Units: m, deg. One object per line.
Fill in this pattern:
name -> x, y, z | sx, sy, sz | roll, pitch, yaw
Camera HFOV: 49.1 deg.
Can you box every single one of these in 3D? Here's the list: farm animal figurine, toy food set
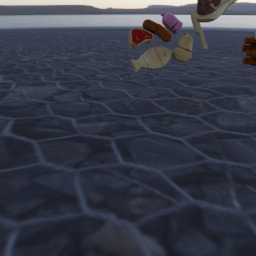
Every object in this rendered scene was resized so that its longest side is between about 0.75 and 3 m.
farm animal figurine -> 2.012, -1.428, 3.280 | 0.906, 1.737, 1.718 | 2, 36, 10
toy food set -> 0.967, -2.406, 7.634 | 2.410, 1.532, 0.380 | -17, -1, -22

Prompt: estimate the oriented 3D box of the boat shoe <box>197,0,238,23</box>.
boat shoe -> 1.963, -2.925, 5.928 | 0.621, 0.619, 1.721 | 21, 59, 44
